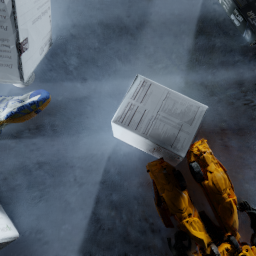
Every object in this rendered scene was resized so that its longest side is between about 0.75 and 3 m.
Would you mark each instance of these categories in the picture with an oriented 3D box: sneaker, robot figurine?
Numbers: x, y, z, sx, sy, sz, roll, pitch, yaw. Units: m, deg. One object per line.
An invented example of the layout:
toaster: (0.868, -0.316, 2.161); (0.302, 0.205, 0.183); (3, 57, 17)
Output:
sneaker: (-3.392, -1.545, 6.984); (1.967, 0.980, 0.737); (7, 82, 3)
sneaker: (-3.007, -0.526, 6.786); (2.209, 0.832, 0.974); (-28, 77, -8)
robot figurine: (1.681, 1.873, 6.104); (2.169, 0.871, 2.991); (-22, 75, -6)

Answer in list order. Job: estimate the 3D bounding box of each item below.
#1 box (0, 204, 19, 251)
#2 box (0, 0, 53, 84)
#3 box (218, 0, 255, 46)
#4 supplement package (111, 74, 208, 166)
box: (-4.014, 2.021, 5.215); (2.474, 2.486, 2.130); (-36, 76, -8)
box: (-3.258, -2.367, 6.033); (2.699, 1.764, 2.685); (4, 34, -4)
box: (3.647, -3.682, 7.813); (1.883, 0.512, 2.350); (-27, 76, -7)
supplement package: (0.668, -0.124, 6.429); (1.690, 1.282, 1.273); (26, 76, 7)
